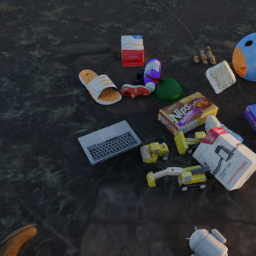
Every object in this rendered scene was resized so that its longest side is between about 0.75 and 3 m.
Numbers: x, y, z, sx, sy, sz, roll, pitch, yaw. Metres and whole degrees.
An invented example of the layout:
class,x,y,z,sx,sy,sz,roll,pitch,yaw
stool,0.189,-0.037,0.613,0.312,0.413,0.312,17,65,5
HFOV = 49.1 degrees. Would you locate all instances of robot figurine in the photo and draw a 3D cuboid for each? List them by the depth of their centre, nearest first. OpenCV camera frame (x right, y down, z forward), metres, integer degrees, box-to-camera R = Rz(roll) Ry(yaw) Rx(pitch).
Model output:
class,x,y,z,sx,sy,sz,roll,pitch,yaw
robot figurine,2.177,3.252,7.571,1.216,0.687,1.032,37,78,30

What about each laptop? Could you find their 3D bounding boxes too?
class,x,y,z,sx,sy,sz,roll,pitch,yaw
laptop,-0.491,0.370,9.815,2.059,1.274,2.199,-21,51,-19

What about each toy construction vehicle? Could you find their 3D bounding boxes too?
class,x,y,z,sx,sy,sz,roll,pitch,yaw
toy construction vehicle,1.735,0.972,9.530,2.462,0.867,2.144,-4,48,-4

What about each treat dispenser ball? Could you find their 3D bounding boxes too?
class,x,y,z,sx,sy,sz,roll,pitch,yaw
treat dispenser ball,5.789,-3.158,12.503,2.129,2.129,2.129,0,48,0

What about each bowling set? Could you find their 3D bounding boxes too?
class,x,y,z,sx,sy,sz,roll,pitch,yaw
bowling set,3.825,-3.572,13.801,1.089,0.758,0.585,-1,49,5

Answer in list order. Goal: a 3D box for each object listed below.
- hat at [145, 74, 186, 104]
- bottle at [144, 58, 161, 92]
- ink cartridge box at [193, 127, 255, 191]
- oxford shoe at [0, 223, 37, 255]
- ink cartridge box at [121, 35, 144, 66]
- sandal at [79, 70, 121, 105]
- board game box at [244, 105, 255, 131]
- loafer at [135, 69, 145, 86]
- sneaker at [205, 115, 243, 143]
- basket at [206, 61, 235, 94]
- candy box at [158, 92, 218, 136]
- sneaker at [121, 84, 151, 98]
class,x,y,z,sx,sy,sz,roll,pitch,yaw
hat,1.686,-2.056,11.758,1.524,1.620,1.840,11,50,15
bottle,1.077,-2.376,12.672,0.594,0.760,1.819,34,44,-23
ink cartridge box,3.196,0.979,9.173,0.720,1.255,1.727,-2,39,-45
oxford shoe,-3.239,3.486,7.402,0.936,0.806,2.218,40,63,16
ink cartridge box,0.222,-3.911,14.150,1.087,0.629,1.872,-2,48,-2
sandal,-1.376,-2.010,12.309,1.052,0.787,2.745,-30,54,-24
board game box,5.686,-0.064,10.730,1.473,0.491,2.191,-9,48,-8
loafer,0.571,-2.381,12.917,0.382,0.395,1.126,12,49,11
sneaker,3.580,0.327,10.336,1.003,0.723,1.910,-1,54,-17
basket,3.540,-1.968,10.643,0.786,0.863,1.274,-29,9,27
candy box,2.374,-0.571,11.143,2.055,0.580,1.199,-24,51,-22
sneaker,0.331,-1.508,12.149,1.320,0.508,0.561,7,60,16
